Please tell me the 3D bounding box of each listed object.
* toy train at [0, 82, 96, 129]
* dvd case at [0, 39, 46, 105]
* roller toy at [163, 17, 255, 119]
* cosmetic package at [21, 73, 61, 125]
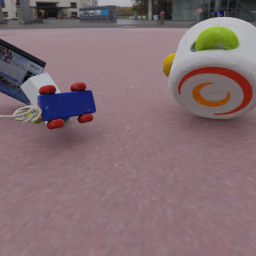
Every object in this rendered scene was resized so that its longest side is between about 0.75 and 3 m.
[{"bbox_3d":[-1.874,-0.361,6.088,2.121,0.898,1.227,-14,1,-40],"label":"toy train"},{"bbox_3d":[-3.226,-1.512,7.831,1.460,2.046,0.180,27,53,-16],"label":"dvd case"},{"bbox_3d":[2.324,-1.518,7.300,2.324,2.548,1.781,29,58,-15],"label":"roller toy"},{"bbox_3d":[-2.113,-0.768,7.321,0.499,1.230,0.694,-32,4,34],"label":"cosmetic package"}]
